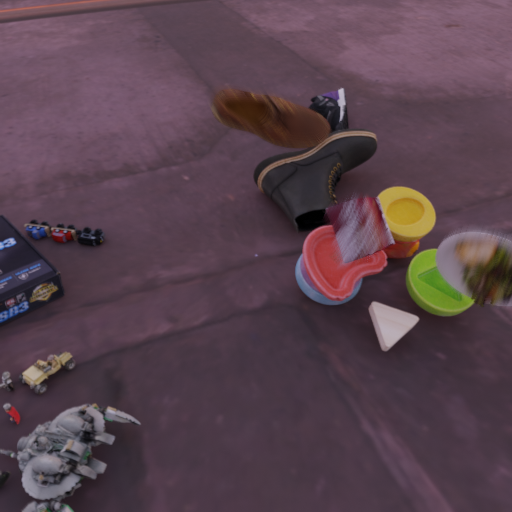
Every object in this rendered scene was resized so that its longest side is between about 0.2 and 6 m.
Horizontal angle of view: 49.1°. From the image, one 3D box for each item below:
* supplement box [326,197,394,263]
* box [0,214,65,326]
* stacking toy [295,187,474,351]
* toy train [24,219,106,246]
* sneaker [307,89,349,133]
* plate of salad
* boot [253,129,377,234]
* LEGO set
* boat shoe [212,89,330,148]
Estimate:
[{"bbox_3d":[1.476,-0.390,7.782,0.430,0.768,1.412,-20,-2,26],"label":"supplement box"},{"bbox_3d":[-4.567,0.385,8.903,2.200,0.547,2.183,-29,48,-31],"label":"box"},{"bbox_3d":[2.031,0.346,8.934,2.548,1.076,2.307,-25,65,-20],"label":"stacking toy"},{"bbox_3d":[-3.478,-0.392,10.080,1.542,0.263,0.353,8,52,9],"label":"toy train"},{"bbox_3d":[1.684,-3.247,13.284,0.972,0.841,2.221,-6,32,10],"label":"sneaker"},{"bbox_3d":[3.114,0.256,7.570,1.440,1.440,0.346,21,58,23],"label":"plate of salad"},{"bbox_3d":[1.499,-1.398,10.877,2.627,1.018,1.817,-24,48,-8],"label":"boot"},{"bbox_3d":[-2.455,2.052,6.676,2.615,0.741,1.698,32,49,33],"label":"LEGO set"},{"bbox_3d":[0.280,-2.432,9.973,2.177,0.784,0.735,14,7,-7],"label":"boat shoe"}]
